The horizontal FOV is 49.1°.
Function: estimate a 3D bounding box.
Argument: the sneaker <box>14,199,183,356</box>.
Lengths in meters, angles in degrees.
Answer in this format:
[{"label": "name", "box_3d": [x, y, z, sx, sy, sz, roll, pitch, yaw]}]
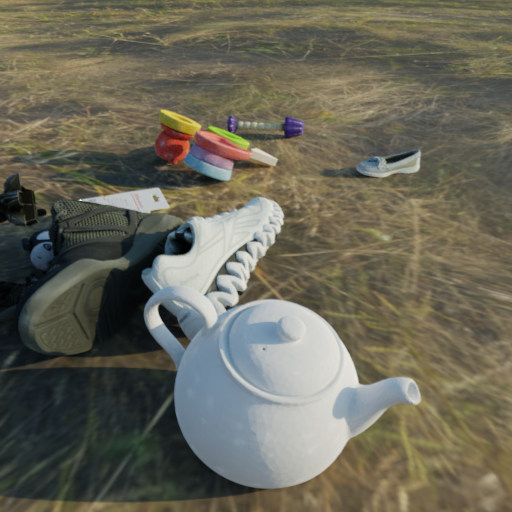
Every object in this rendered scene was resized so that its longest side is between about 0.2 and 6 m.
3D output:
[{"label": "sneaker", "box_3d": [-2.535, 0.171, 7.926, 1.906, 1.272, 3.328, 13, 31, 15]}]

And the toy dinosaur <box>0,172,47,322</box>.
[{"label": "toy dinosaur", "box_3d": [-4.311, 0.001, 7.505, 2.767, 2.082, 4.077, -8, 32, -8]}]

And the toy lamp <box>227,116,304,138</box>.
[{"label": "toy lamp", "box_3d": [0.246, -3.322, 14.411, 1.938, 0.564, 0.564, 3, 31, 6]}]

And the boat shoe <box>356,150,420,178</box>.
[{"label": "boat shoe", "box_3d": [2.927, -2.059, 12.381, 1.466, 0.470, 0.540, -5, 32, -9]}]

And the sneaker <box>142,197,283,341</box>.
[{"label": "sneaker", "box_3d": [-0.529, -0.178, 8.128, 1.256, 1.164, 3.099, 40, 36, -6]}]

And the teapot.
[{"label": "teapot", "box_3d": [0.135, 1.160, 5.686, 2.086, 1.523, 2.059, -10, 47, -24]}]

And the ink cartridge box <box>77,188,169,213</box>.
[{"label": "ink cartridge box", "box_3d": [-2.431, -0.686, 10.024, 1.645, 0.558, 0.947, -12, 33, -17]}]

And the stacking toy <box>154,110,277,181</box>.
[{"label": "stacking toy", "box_3d": [-1.002, -2.260, 12.752, 2.255, 1.052, 2.491, 8, 23, -43]}]

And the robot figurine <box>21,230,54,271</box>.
[{"label": "robot figurine", "box_3d": [-3.421, -0.113, 9.127, 0.630, 0.523, 0.838, -20, 35, -14]}]
